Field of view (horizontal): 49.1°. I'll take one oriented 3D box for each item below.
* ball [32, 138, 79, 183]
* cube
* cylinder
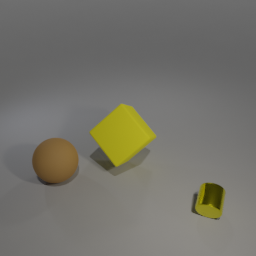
[{"bbox_3d":[-2.249,1.002,8.721,1.400,1.400,1.400,0,30,0],"label":"ball"},{"bbox_3d":[-0.119,0.214,9.107,1.400,1.400,1.400,51,11,8],"label":"cube"},{"bbox_3d":[2.236,1.958,7.586,0.700,0.700,0.700,11,51,18],"label":"cylinder"}]
